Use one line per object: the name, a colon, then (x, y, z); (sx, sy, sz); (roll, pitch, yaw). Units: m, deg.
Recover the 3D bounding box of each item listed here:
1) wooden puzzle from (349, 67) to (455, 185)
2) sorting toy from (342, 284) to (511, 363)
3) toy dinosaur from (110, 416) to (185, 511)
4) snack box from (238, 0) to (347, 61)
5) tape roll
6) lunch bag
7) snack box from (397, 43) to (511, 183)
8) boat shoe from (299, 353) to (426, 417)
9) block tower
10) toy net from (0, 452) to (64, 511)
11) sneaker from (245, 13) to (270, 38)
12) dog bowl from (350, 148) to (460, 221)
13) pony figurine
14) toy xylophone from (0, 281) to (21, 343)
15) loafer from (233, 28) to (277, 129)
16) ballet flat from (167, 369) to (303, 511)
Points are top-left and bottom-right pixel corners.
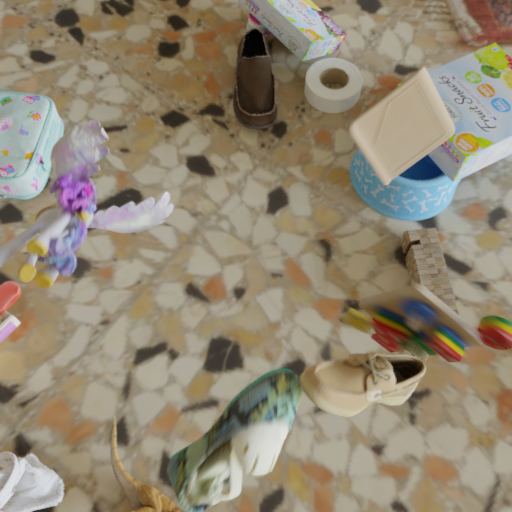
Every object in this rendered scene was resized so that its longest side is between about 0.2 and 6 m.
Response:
wooden puzzle: (1.846, -1.621, 7.090); (1.174, 1.087, 0.219); (-39, 37, 7)
sorting toy: (1.826, 0.885, 6.632); (1.065, 2.209, 0.374); (38, 63, -15)
toy dinosaur: (-1.742, 3.802, 8.644); (2.450, 0.740, 1.301); (33, 41, 12)
snack box: (0.850, -5.527, 12.990); (2.183, 0.578, 1.553); (46, 47, 11)
tape roll: (1.744, -3.857, 12.676); (1.289, 0.451, 1.289); (0, 62, 0)
lunch bag: (-5.096, -2.257, 11.571); (1.913, 0.919, 2.385); (6, 63, 0)
snack box: (4.219, -2.807, 10.808); (2.460, 0.832, 2.074); (-27, 65, -13)
boat shoe: (1.086, 1.175, 5.550); (1.619, 0.522, 0.577); (7, 38, -44)
block tower: (3.201, 0.450, 10.347); (0.603, 0.564, 2.087); (-6, 62, -2)
toy net: (-4.806, 3.196, 8.260); (3.802, 0.734, 1.995); (9, 21, 5)
sneaker: (0.144, -5.620, 13.527); (0.596, 0.647, 1.466); (42, 45, 4)
dog bowl: (3.696, -2.489, 11.662); (2.222, 0.988, 3.987); (40, 68, 19)
pony figurine: (-2.493, -0.585, 7.597); (2.074, 1.789, 2.148); (-16, 35, 31)
toy xylophone: (-5.704, 1.030, 9.913); (3.116, 0.783, 2.281); (26, 66, 14)
loafer: (-0.087, -3.992, 12.461); (0.978, 0.951, 2.680); (-6, 62, -3)
ballet flat: (-0.172, 2.048, 5.855); (0.828, 2.230, 0.828); (25, 37, -20)
